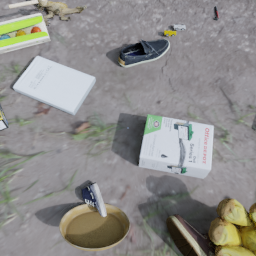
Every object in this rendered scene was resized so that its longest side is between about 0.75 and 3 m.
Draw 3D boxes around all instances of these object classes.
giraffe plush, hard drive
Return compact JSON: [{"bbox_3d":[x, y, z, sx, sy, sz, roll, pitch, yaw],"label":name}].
[{"bbox_3d":[3.337,2.806,7.429,2.237,1.814,1.930,19,90,18],"label":"giraffe plush"},{"bbox_3d":[-2.725,-1.639,10.480,2.549,0.335,1.681,22,65,11],"label":"hard drive"}]

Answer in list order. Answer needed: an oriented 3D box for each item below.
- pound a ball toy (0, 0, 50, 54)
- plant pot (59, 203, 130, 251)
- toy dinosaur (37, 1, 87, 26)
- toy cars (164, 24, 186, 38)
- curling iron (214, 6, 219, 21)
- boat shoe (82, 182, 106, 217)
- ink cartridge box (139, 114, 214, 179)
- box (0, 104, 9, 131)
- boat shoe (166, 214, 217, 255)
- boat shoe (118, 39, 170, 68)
[{"bbox_3d":[-4.227,-4.073,11.146,2.540,1.079,1.656,-19,100,-9],"label":"pound a ball toy"},{"bbox_3d":[-0.910,2.737,7.759,1.929,0.265,1.929,3,19,-1],"label":"plant pot"},{"bbox_3d":[-3.334,-5.217,12.184,2.926,0.852,1.480,18,49,1],"label":"toy dinosaur"},{"bbox_3d":[1.959,-4.073,11.780,1.069,0.237,0.479,-36,72,-20],"label":"toy cars"},{"bbox_3d":[3.886,-5.070,12.335,0.223,0.115,0.901,6,64,4],"label":"curling iron"},{"bbox_3d":[-1.040,2.233,8.459,0.533,0.429,1.149,-22,47,-5],"label":"boat shoe"},{"bbox_3d":[1.558,0.586,9.032,2.194,0.925,1.603,9,64,5],"label":"ink cartridge box"},{"bbox_3d":[-5.519,-0.617,9.589,2.103,0.650,2.634,-27,57,-12],"label":"box"},{"bbox_3d":[2.243,3.372,7.679,0.997,0.999,2.770,-35,70,-27],"label":"boat shoe"},{"bbox_3d":[0.664,-3.061,11.006,2.247,0.699,0.838,-22,64,-12],"label":"boat shoe"}]
